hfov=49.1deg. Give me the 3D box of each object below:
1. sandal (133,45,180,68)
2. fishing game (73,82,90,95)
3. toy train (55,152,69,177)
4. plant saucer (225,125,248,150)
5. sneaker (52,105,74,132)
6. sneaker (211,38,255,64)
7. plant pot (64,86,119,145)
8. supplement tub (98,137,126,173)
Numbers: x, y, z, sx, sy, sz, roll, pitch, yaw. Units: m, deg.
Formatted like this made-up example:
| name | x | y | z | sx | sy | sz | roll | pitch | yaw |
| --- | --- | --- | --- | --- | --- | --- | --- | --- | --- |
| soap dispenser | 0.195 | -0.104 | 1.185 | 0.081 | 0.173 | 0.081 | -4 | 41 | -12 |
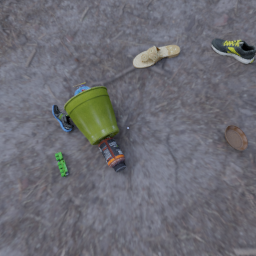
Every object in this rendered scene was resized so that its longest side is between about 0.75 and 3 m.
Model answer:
| name | x | y | z | sx | sy | sz | roll | pitch | yaw |
| --- | --- | --- | --- | --- | --- | --- | --- | --- | --- |
| sandal | 1.106 | -2.954 | 10.834 | 1.966 | 0.647 | 0.721 | -18 | 67 | -8 |
| fishing game | -1.623 | -1.248 | 10.336 | 0.714 | 0.155 | 0.998 | -17 | 68 | -6 |
| toy train | -2.173 | 1.198 | 9.212 | 0.251 | 0.186 | 0.891 | -17 | 66 | -19 |
| plant saucer | 3.618 | 0.352 | 9.454 | 0.949 | 0.174 | 0.949 | 12 | 58 | -20 |
| sneaker | -2.238 | -0.374 | 9.705 | 0.443 | 0.379 | 1.070 | -37 | 82 | 12 |
| sneaker | 4.146 | -3.181 | 10.885 | 1.760 | 0.745 | 0.655 | 25 | 67 | 11 |
| plant pot | -1.073 | -0.310 | 9.262 | 1.587 | 1.587 | 1.528 | -26 | 80 | -11 |
| supplement tub | -0.486 | 0.884 | 9.125 | 0.590 | 0.590 | 1.103 | -26 | 68 | -11 |
